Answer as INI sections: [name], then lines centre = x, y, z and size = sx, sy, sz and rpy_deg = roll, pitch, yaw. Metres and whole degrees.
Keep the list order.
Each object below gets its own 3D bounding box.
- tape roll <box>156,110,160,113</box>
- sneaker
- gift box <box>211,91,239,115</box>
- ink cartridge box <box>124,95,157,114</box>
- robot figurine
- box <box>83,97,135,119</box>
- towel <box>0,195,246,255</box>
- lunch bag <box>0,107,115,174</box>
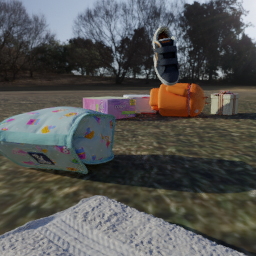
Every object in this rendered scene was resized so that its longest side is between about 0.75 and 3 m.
[tape roll]
centre = 1.943, -1.050, 14.196
size = 1.177, 0.500, 1.177
rpy_deg = 3, 9, 0
[sneaker]
centre = 1.498, -2.921, 11.162
size = 0.951, 2.424, 0.962
rpy_deg = -11, -15, -7
[gift box]
centre = 4.558, -1.232, 13.478
size = 1.199, 1.120, 1.107
rpy_deg = 9, 13, 39
[ink cartridge box]
centre = 0.580, -1.249, 14.354
size = 1.479, 0.858, 2.004
rpy_deg = 0, 8, -6
[robot figurine]
centre = 2.291, -1.258, 12.549
size = 2.571, 1.850, 1.499
rpy_deg = 3, 36, 17
[box]
centre = -0.840, -0.906, 12.313
size = 1.560, 0.857, 1.773
rpy_deg = -9, 12, -42
[towel]
centre = -0.058, 1.049, 2.118
size = 2.082, 0.359, 1.380
rpy_deg = 8, 13, 40
[lunch bag]
centre = -1.244, 0.181, 5.056
size = 1.579, 1.130, 1.853
rpy_deg = 4, 5, 18
